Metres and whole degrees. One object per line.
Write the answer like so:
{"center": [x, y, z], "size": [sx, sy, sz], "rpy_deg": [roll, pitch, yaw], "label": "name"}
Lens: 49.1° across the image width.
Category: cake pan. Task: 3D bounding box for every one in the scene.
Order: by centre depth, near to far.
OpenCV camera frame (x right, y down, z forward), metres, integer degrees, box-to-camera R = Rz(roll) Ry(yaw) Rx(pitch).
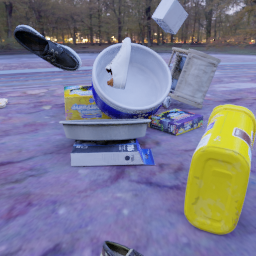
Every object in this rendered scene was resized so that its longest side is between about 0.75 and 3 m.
{"center": [-0.689, 0.010, 8.700], "size": [2.813, 0.516, 2.813], "rpy_deg": [-1, 4, 0], "label": "cake pan"}

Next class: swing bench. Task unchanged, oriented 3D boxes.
{"center": [2.840, -2.465, 13.489], "size": [1.542, 2.364, 2.376], "rpy_deg": [15, 12, -22], "label": "swing bench"}

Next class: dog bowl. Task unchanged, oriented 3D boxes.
{"center": [0.095, -1.737, 10.793], "size": [2.984, 2.984, 1.175], "rpy_deg": [-4, -24, -13], "label": "dog bowl"}

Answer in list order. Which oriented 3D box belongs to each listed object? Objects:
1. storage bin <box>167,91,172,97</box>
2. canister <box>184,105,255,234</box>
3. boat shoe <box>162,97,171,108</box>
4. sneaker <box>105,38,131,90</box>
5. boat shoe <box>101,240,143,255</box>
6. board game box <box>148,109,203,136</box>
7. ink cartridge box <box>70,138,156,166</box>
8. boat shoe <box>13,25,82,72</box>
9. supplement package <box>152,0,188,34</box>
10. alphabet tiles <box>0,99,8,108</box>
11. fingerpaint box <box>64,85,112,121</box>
{"center": [1.319, -2.423, 15.986], "size": [1.493, 1.035, 2.208], "rpy_deg": [-16, 26, -39], "label": "storage bin"}
{"center": [1.925, 0.700, 5.692], "size": [1.050, 1.802, 2.426], "rpy_deg": [13, 24, 21], "label": "canister"}
{"center": [1.758, -1.285, 13.525], "size": [0.468, 0.494, 1.413], "rpy_deg": [0, 17, 18], "label": "boat shoe"}
{"center": [-0.343, -2.305, 9.704], "size": [0.799, 1.888, 0.687], "rpy_deg": [10, -13, -2], "label": "sneaker"}
{"center": [0.026, 1.979, 4.169], "size": [1.020, 0.331, 0.373], "rpy_deg": [9, 21, 24], "label": "boat shoe"}
{"center": [1.797, -0.260, 10.524], "size": [1.637, 0.464, 1.353], "rpy_deg": [-17, 24, -40], "label": "board game box"}
{"center": [-0.405, 0.648, 7.929], "size": [2.284, 0.448, 1.136], "rpy_deg": [0, 18, -3], "label": "ink cartridge box"}
{"center": [-2.154, -2.062, 7.508], "size": [1.913, 0.656, 0.541], "rpy_deg": [28, 19, -17], "label": "boat shoe"}
{"center": [1.583, -4.236, 10.585], "size": [0.933, 0.892, 0.686], "rpy_deg": [30, 4, -42], "label": "supplement package"}
{"center": [-7.305, -1.098, 13.371], "size": [2.799, 0.204, 2.738], "rpy_deg": [-5, 20, -15], "label": "alphabet tiles"}
{"center": [-1.269, -1.210, 12.315], "size": [2.996, 1.099, 2.499], "rpy_deg": [-4, 19, -12], "label": "fingerpaint box"}
